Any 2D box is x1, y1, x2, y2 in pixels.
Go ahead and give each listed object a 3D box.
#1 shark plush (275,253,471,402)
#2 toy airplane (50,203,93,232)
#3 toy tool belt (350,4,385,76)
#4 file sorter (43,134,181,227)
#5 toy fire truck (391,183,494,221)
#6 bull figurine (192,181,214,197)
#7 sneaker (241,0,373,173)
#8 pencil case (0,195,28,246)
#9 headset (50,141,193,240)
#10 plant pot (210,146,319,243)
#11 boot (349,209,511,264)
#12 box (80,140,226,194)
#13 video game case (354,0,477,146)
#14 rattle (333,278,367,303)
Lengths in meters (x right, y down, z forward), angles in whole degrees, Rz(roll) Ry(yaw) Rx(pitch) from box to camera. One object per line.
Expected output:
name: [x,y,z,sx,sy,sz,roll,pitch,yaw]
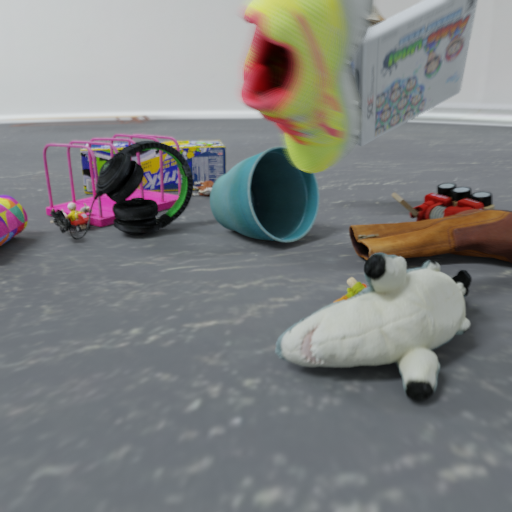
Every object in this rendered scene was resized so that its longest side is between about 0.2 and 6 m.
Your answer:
shark plush: [1.769,0.552,7.070,1.428,1.558,3.429,-25,2,43]
toy airplane: [-3.977,-0.874,12.111,0.810,0.574,0.814,-5,20,-7]
toy tool belt: [1.687,-3.891,11.429,2.541,1.562,1.587,-39,-12,30]
file sorter: [-3.378,-1.963,13.524,1.947,1.757,2.802,12,22,33]
toy fire truck: [3.846,-0.948,11.786,1.773,1.141,1.561,-19,25,-19]
bull figurine: [-1.413,-1.832,15.388,0.634,0.340,1.044,0,18,1]
sneaker: [0.365,-1.771,5.922,1.265,2.801,1.095,-37,62,-15]
pencil case: [-5.133,-0.524,10.504,0.971,0.971,2.196,-1,18,-2]
headset: [-2.743,-1.254,11.589,2.908,1.796,1.366,-31,31,-20]
plant pot: [0.016,-1.158,11.346,1.839,1.839,1.728,-16,9,-39]
boot: [3.439,-0.307,9.623,3.178,1.088,2.992,-3,19,-7]
box: [-2.917,-2.591,16.167,3.998,1.285,1.401,-3,19,-9]
video game case: [1.830,-2.199,6.533,1.621,1.475,0.192,-30,55,-13]
rattle: [1.393,0.681,8.109,0.602,0.661,0.925,33,3,-1]
